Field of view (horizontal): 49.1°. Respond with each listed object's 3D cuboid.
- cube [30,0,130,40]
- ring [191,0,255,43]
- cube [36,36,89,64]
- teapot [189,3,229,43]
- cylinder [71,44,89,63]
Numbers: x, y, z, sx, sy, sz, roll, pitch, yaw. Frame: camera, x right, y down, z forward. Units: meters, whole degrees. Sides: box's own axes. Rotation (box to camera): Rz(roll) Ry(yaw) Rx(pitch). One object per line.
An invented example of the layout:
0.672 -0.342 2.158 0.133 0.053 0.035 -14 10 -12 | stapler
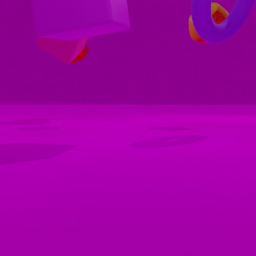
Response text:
-0.714 -2.044 4.265 1.155 1.155 1.155 -5 13 15 | cube
1.952 -2.639 5.566 1.867 1.867 0.373 -5 29 -42 | ring
-2.184 -3.333 9.843 1.330 1.330 1.330 31 39 -7 | cube
2.207 -2.963 7.784 1.148 0.904 1.847 -25 39 22 | teapot
-2.372 -3.459 11.608 1.109 1.109 1.109 3 -32 31 | cylinder
